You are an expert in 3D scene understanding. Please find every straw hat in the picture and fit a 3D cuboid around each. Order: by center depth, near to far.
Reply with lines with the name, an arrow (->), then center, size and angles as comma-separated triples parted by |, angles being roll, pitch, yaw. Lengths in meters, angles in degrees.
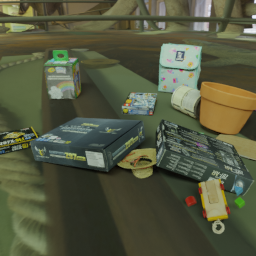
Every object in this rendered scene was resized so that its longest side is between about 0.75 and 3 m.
straw hat -> 0.404, 1.120, 8.146 | 1.416, 0.599, 1.416 | -10, 16, 3

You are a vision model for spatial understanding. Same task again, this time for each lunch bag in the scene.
lunch bag -> 2.835, -3.254, 15.291 | 2.197, 2.579, 1.573 | 9, 26, 17

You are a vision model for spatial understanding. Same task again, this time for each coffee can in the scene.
coffee can -> 2.859, -1.129, 12.335 | 1.175, 1.175, 1.605 | -14, 28, -27

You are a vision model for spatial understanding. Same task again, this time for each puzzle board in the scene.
puzzle board -> 3.839, 0.639, 9.740 | 1.681, 0.146, 1.267 | 17, 30, 34

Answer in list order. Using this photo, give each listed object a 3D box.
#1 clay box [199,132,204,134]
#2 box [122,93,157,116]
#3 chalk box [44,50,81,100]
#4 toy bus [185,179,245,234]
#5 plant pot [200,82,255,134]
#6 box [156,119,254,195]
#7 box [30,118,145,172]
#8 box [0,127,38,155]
clay box -> 2.257, 0.419, 10.022 | 0.615, 0.255, 1.071 | 11, 25, 35
box -> 0.595, -1.182, 13.367 | 1.424, 0.415, 2.080 | 4, 25, 10
chalk box -> -3.385, -2.855, 14.623 | 1.494, 2.401, 1.486 | 1, 25, 3
toy bus -> 2.059, 1.814, 6.570 | 1.192, 0.616, 1.125 | -46, 45, -15
plant pot -> 3.709, -0.740, 10.738 | 2.208, 1.545, 2.208 | 11, 18, -4
box -> 2.057, 0.750, 8.050 | 2.512, 0.547, 2.013 | 19, 25, -5
box -> -1.252, 0.390, 9.052 | 2.947, 0.752, 2.324 | 4, 22, 31
box -> -4.003, 0.428, 9.974 | 1.407, 0.347, 1.124 | -13, 29, -26
